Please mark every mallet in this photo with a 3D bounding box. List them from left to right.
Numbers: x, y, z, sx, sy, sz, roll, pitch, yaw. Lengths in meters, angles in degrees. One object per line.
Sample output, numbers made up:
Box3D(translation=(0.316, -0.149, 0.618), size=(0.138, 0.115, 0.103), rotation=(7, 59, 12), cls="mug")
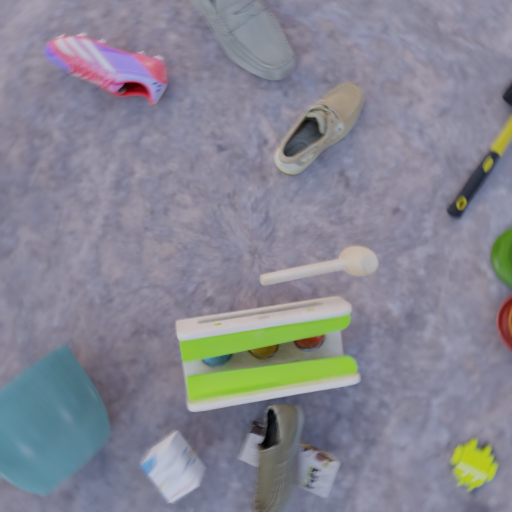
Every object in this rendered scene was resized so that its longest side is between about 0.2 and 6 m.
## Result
Box3D(translation=(4.936, -2.043, 11.117), size=(1.082, 0.676, 3.286), rotation=(28, 84, 2), cls="mallet")

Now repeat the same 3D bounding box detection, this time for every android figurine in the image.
Box3D(translation=(3.861, 3.719, 9.965), size=(0.775, 0.175, 0.852), rotation=(27, 77, 6), cls="android figurine")

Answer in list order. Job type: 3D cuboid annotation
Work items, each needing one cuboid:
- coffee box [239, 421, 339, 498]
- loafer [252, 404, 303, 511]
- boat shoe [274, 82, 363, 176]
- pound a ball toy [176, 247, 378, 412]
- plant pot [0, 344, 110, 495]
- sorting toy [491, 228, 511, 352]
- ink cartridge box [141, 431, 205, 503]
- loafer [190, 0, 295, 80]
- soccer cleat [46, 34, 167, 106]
Box3D(translation=(0.539, 3.462, 9.646), size=(1.578, 0.892, 0.630), rotation=(22, 80, 4), cls="coffee box")
Box3D(translation=(0.216, 3.202, 8.815), size=(0.640, 0.691, 1.837), rotation=(29, 61, -32), cls="loafer")
Box3D(translation=(1.291, -2.615, 11.082), size=(0.865, 0.779, 2.397), rotation=(43, 81, 9), cls="boat shoe")
Box3D(translation=(0.355, 1.126, 9.577), size=(3.398, 1.443, 2.216), rotation=(-9, 97, -7), cls="pound a ball toy")
Box3D(translation=(-3.487, 2.810, 9.268), size=(2.145, 2.145, 1.722), rotation=(-40, 91, -8), cls="plant pot")
Box3D(translation=(5.244, 0.584, 10.214), size=(1.547, 1.057, 2.575), rotation=(5, 77, 1), cls="sorting toy")
Box3D(translation=(-1.378, 3.530, 9.391), size=(0.607, 0.604, 0.827), rotation=(-35, 92, 9), cls="ink cartridge box")
Box3D(translation=(-0.457, -5.004, 11.418), size=(1.180, 1.177, 3.374), rotation=(-40, 80, -8), cls="loafer")
Box3D(translation=(-3.075, -3.747, 11.322), size=(2.546, 0.849, 0.974), rotation=(12, 73, -1), cls="soccer cleat")
